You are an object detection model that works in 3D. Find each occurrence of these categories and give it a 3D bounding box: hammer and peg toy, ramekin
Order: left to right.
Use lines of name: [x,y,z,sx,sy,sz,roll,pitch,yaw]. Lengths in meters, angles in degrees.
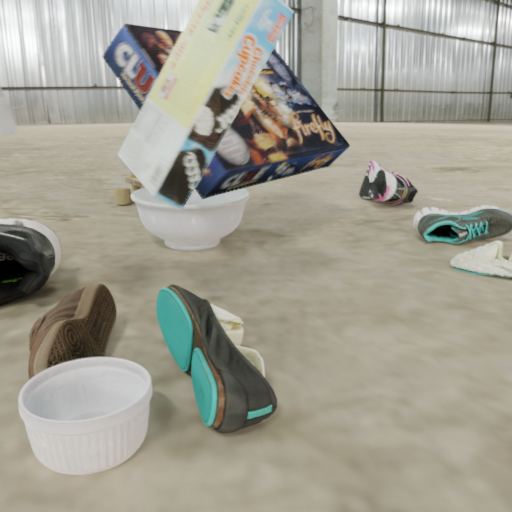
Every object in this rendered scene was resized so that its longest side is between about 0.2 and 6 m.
ramekin: [-1.416,1.355,4.764,1.076,0.565,1.076,-1,17,0]
hammer and peg toy: [-2.817,-2.046,15.350,2.565,0.904,1.886,-11,20,-32]

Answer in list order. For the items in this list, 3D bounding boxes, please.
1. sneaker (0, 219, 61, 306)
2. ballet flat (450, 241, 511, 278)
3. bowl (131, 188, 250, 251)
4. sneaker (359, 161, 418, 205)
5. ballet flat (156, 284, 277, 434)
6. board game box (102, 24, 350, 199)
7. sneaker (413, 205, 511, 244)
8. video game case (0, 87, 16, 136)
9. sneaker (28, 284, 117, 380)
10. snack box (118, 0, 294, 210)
sneaker: [-4.529,0.182,7.405,3.820,1.269,1.728,-5,15,-23]
ballet flat: [4.065,0.064,8.981,1.820,0.653,0.653,14,22,39]
bowl: [-1.252,-0.734,10.834,2.269,1.020,2.269,1,17,0]
sneaker: [3.497,-1.784,14.844,1.116,1.039,2.586,16,20,-6]
ballet flat: [-0.431,1.007,5.790,0.778,0.773,2.273,3,25,-25]
board game box: [-0.276,-2.845,10.716,0.782,3.062,4.519,-42,-10,35]
sneaker: [4.057,-0.506,10.924,1.889,0.733,0.862,-3,26,15]
video game case: [-2.959,-2.274,5.822,0.178,1.552,1.414,-21,55,-17]
sneaker: [-2.129,0.979,6.156,0.778,0.726,2.061,-22,15,8]
snack box: [-0.708,-1.982,6.736,0.472,2.543,1.478,22,16,-39]
